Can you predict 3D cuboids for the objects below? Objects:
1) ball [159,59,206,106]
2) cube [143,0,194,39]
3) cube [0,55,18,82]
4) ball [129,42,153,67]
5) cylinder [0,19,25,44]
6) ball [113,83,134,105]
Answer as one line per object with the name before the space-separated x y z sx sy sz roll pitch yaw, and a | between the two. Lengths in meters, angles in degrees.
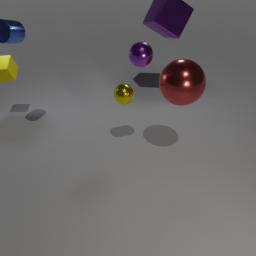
ball | 1.632 -1.369 8.434 1.400 1.400 1.400 0 32 0
cube | 1.739 -4.927 12.377 1.400 1.400 1.400 23 9 -24
cube | -4.790 -2.301 10.855 0.700 0.700 0.700 -4 62 4
ball | 0.367 -2.065 7.885 0.700 0.700 0.700 0 32 0
cylinder | -3.664 -2.961 8.622 0.700 0.700 0.700 10 19 15
ball | -0.135 -1.120 9.269 0.700 0.700 0.700 0 32 0
